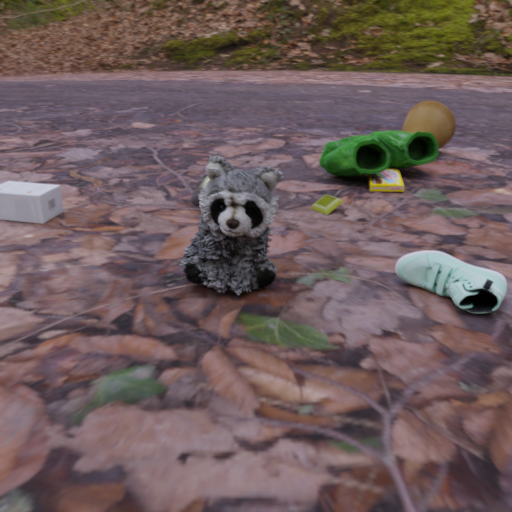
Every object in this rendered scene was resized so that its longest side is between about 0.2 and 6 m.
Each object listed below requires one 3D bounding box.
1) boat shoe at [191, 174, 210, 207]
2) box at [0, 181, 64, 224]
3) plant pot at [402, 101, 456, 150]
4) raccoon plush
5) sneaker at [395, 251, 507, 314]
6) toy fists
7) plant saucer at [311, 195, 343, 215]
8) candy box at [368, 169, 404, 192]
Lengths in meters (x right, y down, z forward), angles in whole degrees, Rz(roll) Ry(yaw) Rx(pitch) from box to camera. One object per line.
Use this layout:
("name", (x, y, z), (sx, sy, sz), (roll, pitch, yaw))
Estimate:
("boat shoe", (-1.086, -1.694, 13.763), (0.730, 0.794, 2.221), (-18, 15, 14))
("box", (-5.304, -1.240, 12.871), (1.399, 0.682, 0.870), (6, 24, 13))
("plant pot", (5.438, -3.963, 18.340), (1.686, 1.686, 1.810), (13, 39, 28))
("raccoon plush", (-0.555, -0.816, 9.742), (1.570, 2.175, 3.245), (1, 21, -19))
("sneaker", (3.068, 0.410, 8.991), (1.780, 0.655, 1.050), (12, 20, 21))
("toy fists", (3.420, -2.955, 16.014), (3.477, 1.195, 1.772), (-15, 8, -28))
("plant saucer", (1.662, -1.251, 13.283), (0.580, 0.139, 0.581), (-39, 37, -20))
("candy box", (3.548, -2.088, 15.422), (0.873, 0.226, 1.708), (3, 23, 7))
